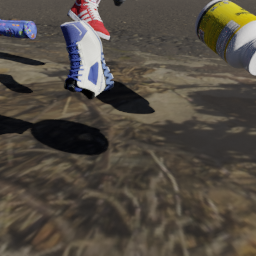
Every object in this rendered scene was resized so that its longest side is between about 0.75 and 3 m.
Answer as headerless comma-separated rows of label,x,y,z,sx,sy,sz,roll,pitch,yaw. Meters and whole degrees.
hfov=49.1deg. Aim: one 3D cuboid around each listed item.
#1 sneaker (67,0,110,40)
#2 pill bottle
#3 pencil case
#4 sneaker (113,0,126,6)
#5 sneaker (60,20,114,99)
sneaker,-0.903,-3.005,7.334,1.610,0.905,0.573,43,21,26
pill bottle,2.679,-2.236,6.895,1.188,1.188,2.112,-12,47,-19
pencil case,-3.026,-2.645,7.431,1.136,0.493,0.443,9,69,11
sneaker,-0.814,-4.809,8.973,2.178,0.881,0.805,48,51,5
sneaker,-0.868,-1.160,5.294,0.624,1.544,0.892,5,43,38
